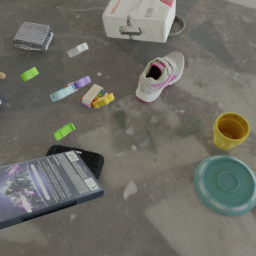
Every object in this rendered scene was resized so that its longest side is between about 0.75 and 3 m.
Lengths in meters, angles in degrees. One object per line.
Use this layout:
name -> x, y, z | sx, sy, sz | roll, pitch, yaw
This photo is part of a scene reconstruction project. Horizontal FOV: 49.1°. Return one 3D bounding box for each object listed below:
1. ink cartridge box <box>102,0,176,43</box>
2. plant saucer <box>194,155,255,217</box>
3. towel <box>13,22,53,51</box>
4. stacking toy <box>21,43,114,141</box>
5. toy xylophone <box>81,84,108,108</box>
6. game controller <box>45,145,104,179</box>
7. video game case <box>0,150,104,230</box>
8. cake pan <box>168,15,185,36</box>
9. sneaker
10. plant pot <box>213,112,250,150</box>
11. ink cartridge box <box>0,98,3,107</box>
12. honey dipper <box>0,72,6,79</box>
ink cartridge box -> 0.560, -5.241, 13.088 | 2.939, 1.246, 2.140 | 12, 59, 15
plant saucer -> 3.401, 1.870, 9.603 | 2.221, 0.304, 2.221 | 0, 59, 0
towel -> -4.396, -4.253, 13.030 | 1.527, 0.653, 1.264 | 10, 61, 6
stacking toy -> -1.665, -1.192, 8.409 | 0.641, 2.056, 2.727 | -13, 22, 38
toy xylophone -> -1.362, -1.309, 11.492 | 0.833, 0.286, 1.138 | 35, 65, 19
game controller -> -1.944, 1.206, 9.993 | 2.118, 0.446, 1.105 | 12, 45, 6
video game case -> -1.785, 1.122, 5.554 | 2.176, 0.206, 1.554 | -12, 34, -29
cake pan -> 2.070, -5.010, 13.707 | 1.417, 0.260, 1.417 | 0, 59, 0
sneaker -> 1.438, -2.337, 11.541 | 1.146, 1.243, 2.818 | 33, 64, 18
plant pot -> 3.612, 0.213, 10.105 | 1.183, 1.113, 1.183 | 0, 58, 0
ink cartridge box -> -5.341, -0.884, 10.901 | 0.344, 0.872, 1.753 | 4, 60, 2
honey dipper -> -6.210, -2.910, 12.390 | 2.443, 0.464, 0.464 | 38, 66, 17
